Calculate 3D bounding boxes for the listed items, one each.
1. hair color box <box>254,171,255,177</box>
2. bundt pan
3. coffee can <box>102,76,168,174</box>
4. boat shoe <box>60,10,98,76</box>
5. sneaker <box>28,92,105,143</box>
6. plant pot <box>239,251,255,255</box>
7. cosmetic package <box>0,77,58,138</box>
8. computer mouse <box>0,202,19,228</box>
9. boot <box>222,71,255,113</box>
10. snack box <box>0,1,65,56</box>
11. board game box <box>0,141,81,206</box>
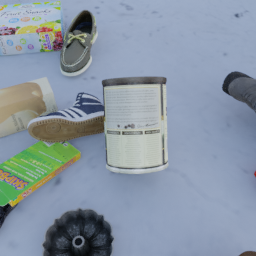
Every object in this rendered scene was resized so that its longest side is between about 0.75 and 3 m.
[{"bbox_3d":[3.998,1.138,6.128,2.015,0.617,1.023,-6,48,-5],"label":"hair color box"},{"bbox_3d":[-0.905,2.220,5.259,1.348,0.506,1.348,1,49,-1],"label":"bundt pan"},{"bbox_3d":[0.163,-0.104,6.069,1.388,1.897,1.388,-2,6,0],"label":"coffee can"},{"bbox_3d":[-1.692,-2.947,9.532,1.077,0.900,3.012,5,49,4],"label":"boat shoe"},{"bbox_3d":[-1.511,-0.317,7.152,2.112,0.740,1.146,-7,43,-24],"label":"sneaker"},{"bbox_3d":[1.872,2.740,4.401,1.381,1.381,1.478,29,41,23],"label":"plant pot"},{"bbox_3d":[-2.913,-0.486,7.282,2.026,1.066,0.720,-20,51,-15],"label":"cosmetic package"},{"bbox_3d":[-3.149,1.641,5.895,1.460,0.385,1.011,22,48,4],"label":"computer mouse"},{"bbox_3d":[3.788,-0.657,7.065,2.558,0.893,1.684,0,32,-18],"label":"boot"},{"bbox_3d":[-3.653,-3.656,10.171,2.578,0.872,2.174,-6,50,-6],"label":"snack box"},{"bbox_3d":[-2.188,0.902,6.401,0.997,0.313,2.086,33,46,26],"label":"board game box"}]
